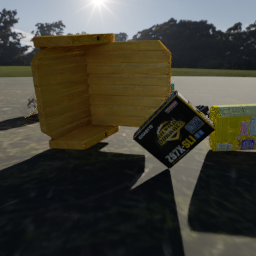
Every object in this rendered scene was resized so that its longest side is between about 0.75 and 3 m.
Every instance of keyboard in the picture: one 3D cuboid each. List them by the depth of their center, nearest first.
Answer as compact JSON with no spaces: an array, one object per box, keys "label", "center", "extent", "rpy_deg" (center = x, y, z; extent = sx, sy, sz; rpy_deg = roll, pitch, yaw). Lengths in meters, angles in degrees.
[{"label":"keyboard","center":[2.505,-0.562,10.165],"extent":[1.832,0.297,2.883],"rpy_deg":[3,13,26]}]

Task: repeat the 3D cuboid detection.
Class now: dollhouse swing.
[{"label":"dollhouse swing","center":[-0.458,-0.797,6.217],"extent":[2.154,2.451,2.227],"rpy_deg":[11,23,31]}]

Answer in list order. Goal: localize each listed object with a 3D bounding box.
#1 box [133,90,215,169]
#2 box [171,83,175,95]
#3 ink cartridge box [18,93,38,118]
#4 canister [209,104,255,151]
[{"label":"box","center":[0.796,0.056,4.962],"extent":[0.919,1.151,0.284],"rpy_deg":[39,25,-10]},{"label":"box","center":[1.924,-1.618,12.661],"extent":[0.320,0.778,0.191],"rpy_deg":[-12,19,-22]},{"label":"ink cartridge box","center":[-3.419,-0.915,10.322],"extent":[1.036,0.439,0.755],"rpy_deg":[-38,7,12]},{"label":"canister","center":[2.569,-0.019,6.148],"extent":[1.453,1.079,0.629],"rpy_deg":[-2,15,3]}]
